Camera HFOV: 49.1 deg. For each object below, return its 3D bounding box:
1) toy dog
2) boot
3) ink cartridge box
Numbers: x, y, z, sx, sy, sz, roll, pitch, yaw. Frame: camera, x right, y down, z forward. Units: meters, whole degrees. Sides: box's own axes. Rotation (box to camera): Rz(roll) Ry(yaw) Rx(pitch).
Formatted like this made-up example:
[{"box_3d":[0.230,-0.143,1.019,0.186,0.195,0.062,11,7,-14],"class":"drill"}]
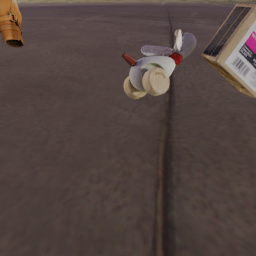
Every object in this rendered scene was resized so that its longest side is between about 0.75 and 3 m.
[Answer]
[{"box_3d":[0.460,-1.197,4.687,1.106,0.807,1.676,-21,26,38],"class":"toy dog"},{"box_3d":[-3.523,-3.085,7.462,0.785,1.589,2.047,-12,0,5],"class":"boot"},{"box_3d":[2.068,-1.299,4.852,1.284,1.058,0.482,29,11,-30],"class":"ink cartridge box"}]
